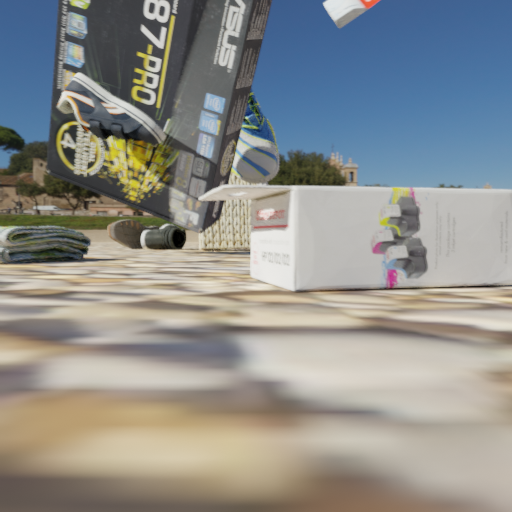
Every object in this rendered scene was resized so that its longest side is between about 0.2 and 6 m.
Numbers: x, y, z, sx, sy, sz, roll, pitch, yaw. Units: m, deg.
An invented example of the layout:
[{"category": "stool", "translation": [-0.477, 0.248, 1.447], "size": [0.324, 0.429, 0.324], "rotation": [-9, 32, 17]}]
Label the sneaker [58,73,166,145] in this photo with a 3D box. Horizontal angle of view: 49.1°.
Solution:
[{"category": "sneaker", "translation": [-2.223, -2.055, 8.548], "size": [1.736, 0.689, 0.681], "rotation": [33, -9, 11]}]

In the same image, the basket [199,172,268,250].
[{"category": "basket", "translation": [-0.569, -1.134, 13.386], "size": [1.644, 2.045, 2.026], "rotation": [-2, 2, -4]}]

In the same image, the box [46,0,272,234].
[{"category": "box", "translation": [-1.728, -2.742, 9.132], "size": [3.206, 3.977, 0.977], "rotation": [21, 27, 10]}]

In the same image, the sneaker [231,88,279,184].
[{"category": "sneaker", "translation": [-0.556, -3.056, 11.011], "size": [1.266, 3.342, 1.756], "rotation": [-26, -17, -1]}]

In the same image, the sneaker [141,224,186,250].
[{"category": "sneaker", "translation": [-2.085, -0.440, 14.235], "size": [0.914, 0.651, 1.842], "rotation": [3, 8, 18]}]

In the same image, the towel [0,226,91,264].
[{"category": "towel", "translation": [-3.236, -0.156, 6.784], "size": [1.912, 0.460, 1.636], "rotation": [0, 1, 17]}]

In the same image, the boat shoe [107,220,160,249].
[{"category": "boat shoe", "translation": [-3.287, -0.505, 14.947], "size": [0.741, 0.782, 2.065], "rotation": [-3, -9, 27]}]

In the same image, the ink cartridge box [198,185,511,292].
[{"category": "ink cartridge box", "translation": [0.529, -0.107, 3.331], "size": [1.642, 0.557, 0.945], "rotation": [0, 2, -14]}]

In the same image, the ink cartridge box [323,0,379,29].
[{"category": "ink cartridge box", "translation": [1.593, -4.199, 9.223], "size": [0.845, 0.676, 0.200], "rotation": [-31, -45, 16]}]
